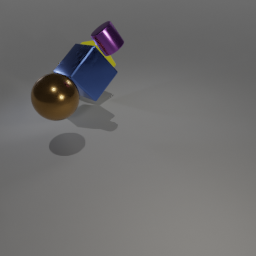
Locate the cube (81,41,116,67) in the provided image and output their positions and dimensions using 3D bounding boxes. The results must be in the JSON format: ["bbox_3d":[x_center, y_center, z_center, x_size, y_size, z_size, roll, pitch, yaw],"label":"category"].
[{"bbox_3d":[-1.701,-2.918,12.555,1.400,1.400,1.400,12,56,46],"label":"cube"}]

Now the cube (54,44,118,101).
[{"bbox_3d":[-1.538,-2.039,10.193,1.400,1.400,1.400,25,76,48],"label":"cube"}]

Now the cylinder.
[{"bbox_3d":[-0.578,-2.521,7.919,0.700,0.700,0.700,-28,32,20],"label":"cylinder"}]

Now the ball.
[{"bbox_3d":[-2.139,-0.911,8.285,1.400,1.400,1.400,0,32,0],"label":"ball"}]
